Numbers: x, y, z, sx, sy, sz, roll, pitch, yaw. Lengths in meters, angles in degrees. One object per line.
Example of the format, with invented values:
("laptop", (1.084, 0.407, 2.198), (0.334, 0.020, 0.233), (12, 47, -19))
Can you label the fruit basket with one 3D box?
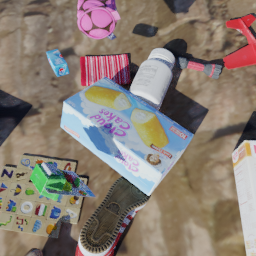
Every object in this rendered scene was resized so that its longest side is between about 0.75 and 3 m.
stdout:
("fruit basket", (-1.274, 1.007, 5.481), (1.014, 1.095, 0.513), (34, 107, 46))

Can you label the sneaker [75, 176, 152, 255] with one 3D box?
("sneaker", (-0.347, 2.257, 6.762), (0.940, 1.483, 2.638), (31, 39, 16))

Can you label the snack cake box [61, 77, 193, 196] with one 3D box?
("snack cake box", (-0.068, 0.082, 7.302), (2.989, 1.004, 1.719), (35, 46, 15))

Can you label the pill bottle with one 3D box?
("pill bottle", (0.741, -1.439, 8.304), (1.026, 1.026, 1.794), (20, 66, 9))

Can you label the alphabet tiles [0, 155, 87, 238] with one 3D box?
("alphabet tiles", (-2.342, 1.726, 7.339), (2.366, 0.075, 1.969), (8, 65, 4))

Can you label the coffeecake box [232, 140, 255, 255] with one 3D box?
("coffeecake box", (3.935, 1.804, 6.751), (2.205, 1.050, 2.873), (1, 65, 1))

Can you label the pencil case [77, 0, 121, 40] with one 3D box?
("pencil case", (-0.644, -2.799, 6.289), (0.879, 0.851, 1.876), (-24, 49, 21))

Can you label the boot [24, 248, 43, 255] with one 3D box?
("boot", (-1.899, 3.821, 5.580), (1.625, 0.781, 2.223), (10, 78, 45))

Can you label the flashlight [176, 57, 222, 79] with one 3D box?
("flashlight", (2.218, -1.919, 8.849), (1.378, 0.467, 0.468), (15, 67, 6))

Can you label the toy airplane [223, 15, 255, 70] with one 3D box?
("toy airplane", (4.152, -2.857, 9.286), (2.515, 0.463, 2.515), (1, 64, -2))

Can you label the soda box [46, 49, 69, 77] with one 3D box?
("soda box", (-1.546, -1.441, 6.141), (0.278, 0.263, 0.818), (-20, 43, -16))

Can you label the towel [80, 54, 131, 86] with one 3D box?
("towel", (-0.743, -1.870, 8.981), (1.587, 0.178, 1.148), (-3, 66, -2))
